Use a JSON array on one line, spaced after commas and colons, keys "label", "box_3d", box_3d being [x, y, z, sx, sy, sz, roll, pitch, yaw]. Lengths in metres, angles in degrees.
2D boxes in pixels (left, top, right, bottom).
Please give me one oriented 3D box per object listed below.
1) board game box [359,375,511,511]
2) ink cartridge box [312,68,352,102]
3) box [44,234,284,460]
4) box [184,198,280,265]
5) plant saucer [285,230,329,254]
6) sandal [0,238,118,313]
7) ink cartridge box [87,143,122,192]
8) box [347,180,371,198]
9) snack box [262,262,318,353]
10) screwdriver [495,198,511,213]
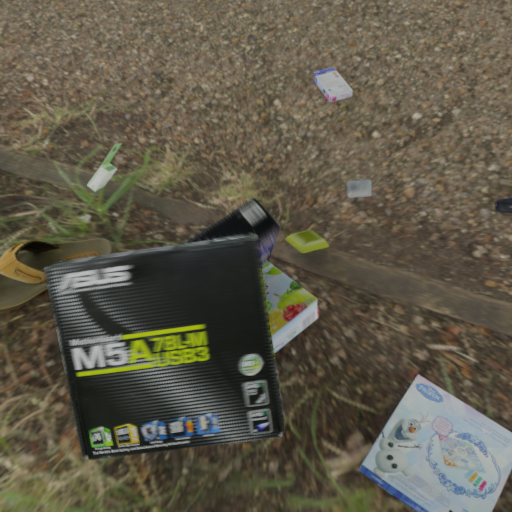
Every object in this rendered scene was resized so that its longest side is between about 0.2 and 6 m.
[{"label": "board game box", "box_3d": [2.939, 3.171, 8.881, 1.904, 0.413, 1.894, 32, 59, 21]}, {"label": "ink cartridge box", "box_3d": [1.985, -4.505, 14.710, 0.653, 0.230, 1.095, -19, 59, -14]}, {"label": "box", "box_3d": [-1.313, 1.379, 8.525, 3.168, 3.060, 0.753, -7, 10, 3]}, {"label": "box", "box_3d": [-0.617, 0.059, 9.816, 1.952, 1.378, 0.770, -35, 75, -23]}, {"label": "plant saucer", "box_3d": [1.041, -0.329, 11.374, 0.660, 0.158, 0.659, -13, 34, -26]}, {"label": "sandal", "box_3d": [-4.246, 0.178, 10.844, 3.086, 0.833, 1.240, -16, 55, -12]}, {"label": "ink cartridge box", "box_3d": [-2.866, -1.725, 10.884, 0.232, 0.703, 0.966, 38, 99, -10]}, {"label": "box", "box_3d": [2.235, -1.454, 12.146, 0.495, 0.538, 0.282, -3, 85, 11]}, {"label": "snack box", "box_3d": [-0.197, 1.156, 10.154, 2.224, 0.589, 1.581, -35, 50, -23]}, {"label": "screwdriver", "box_3d": [6.442, -1.188, 12.135, 2.516, 0.351, 0.366, -7, 84, -1]}]
